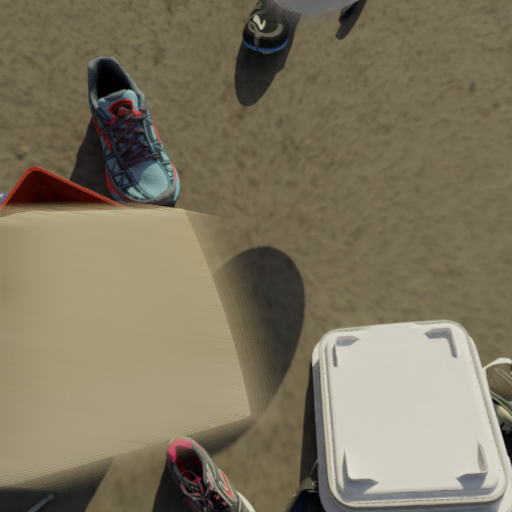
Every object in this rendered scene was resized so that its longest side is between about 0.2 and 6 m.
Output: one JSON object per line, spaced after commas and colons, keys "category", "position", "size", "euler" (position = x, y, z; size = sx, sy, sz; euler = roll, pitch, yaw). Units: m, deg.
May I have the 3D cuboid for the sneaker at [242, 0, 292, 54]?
{"category": "sneaker", "position": [0.369, -4.611, 10.019], "size": [0.849, 0.992, 2.395], "euler": [20, 68, 10]}

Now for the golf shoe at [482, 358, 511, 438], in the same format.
{"category": "golf shoe", "position": [3.798, 2.238, 7.229], "size": [2.219, 0.863, 1.049], "euler": [41, 73, 14]}

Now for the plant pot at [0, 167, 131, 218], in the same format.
{"category": "plant pot", "position": [-2.450, 0.370, 7.514], "size": [1.999, 1.761, 1.997], "euler": [24, 69, 9]}

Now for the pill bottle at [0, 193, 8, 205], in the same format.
{"category": "pill bottle", "position": [-4.084, -0.845, 8.796], "size": [0.606, 0.336, 0.336], "euler": [20, 69, 9]}

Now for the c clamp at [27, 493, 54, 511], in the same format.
{"category": "c clamp", "position": [-2.859, 4.383, 6.619], "size": [1.934, 0.307, 2.264], "euler": [-30, 70, -12]}

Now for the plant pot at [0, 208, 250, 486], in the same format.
{"category": "plant pot", "position": [-1.437, 0.513, 4.806], "size": [1.992, 1.994, 1.765], "euler": [-5, 92, -35]}

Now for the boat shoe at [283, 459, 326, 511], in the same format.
{"category": "boat shoe", "position": [0.766, 3.044, 7.011], "size": [1.850, 0.613, 0.647], "euler": [-42, 73, -16]}

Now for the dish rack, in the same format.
{"category": "dish rack", "position": [1.833, 1.894, 6.995], "size": [2.255, 0.572, 2.628], "euler": [-7, 48, 8]}

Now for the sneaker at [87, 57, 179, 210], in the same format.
{"category": "sneaker", "position": [-2.071, -1.905, 8.699], "size": [1.101, 1.327, 2.778], "euler": [-24, 69, -10]}

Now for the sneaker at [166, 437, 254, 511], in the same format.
{"category": "sneaker", "position": [-0.597, 3.041, 7.001], "size": [0.694, 0.643, 1.722], "euler": [-39, 73, -15]}

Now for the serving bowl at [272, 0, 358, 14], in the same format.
{"category": "serving bowl", "position": [0.921, -4.047, 7.125], "size": [1.934, 1.934, 0.636], "euler": [-11, 71, -5]}

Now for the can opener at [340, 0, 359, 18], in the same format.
{"category": "can opener", "position": [2.018, -5.205, 10.515], "size": [0.677, 0.546, 1.721], "euler": [27, 69, 10]}
